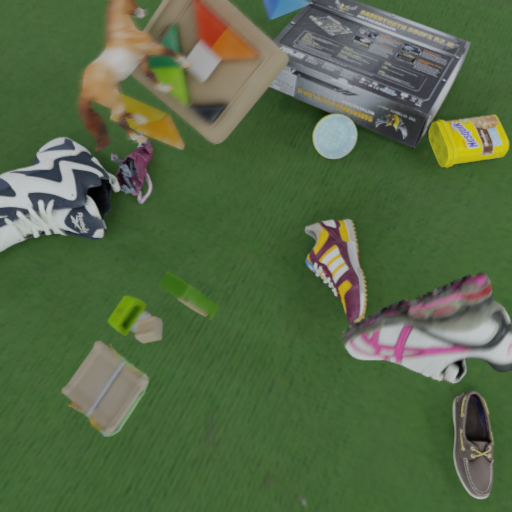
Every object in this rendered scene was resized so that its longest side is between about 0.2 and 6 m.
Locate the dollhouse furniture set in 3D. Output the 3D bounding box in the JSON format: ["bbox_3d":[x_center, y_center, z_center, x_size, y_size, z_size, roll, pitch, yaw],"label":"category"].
[{"bbox_3d":[-1.353,1.180,6.810,0.981,0.758,1.964,27,78,32],"label":"dollhouse furniture set"}]

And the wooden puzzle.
[{"bbox_3d":[-0.851,-3.050,8.969,2.241,3.321,0.388,31,28,-12],"label":"wooden puzzle"}]

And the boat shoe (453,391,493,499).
[{"bbox_3d":[3.444,2.941,8.811,0.576,0.477,1.603,3,64,1],"label":"boat shoe"}]

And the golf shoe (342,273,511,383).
[{"bbox_3d":[1.913,1.060,6.690,0.893,2.460,1.133,-21,83,-29],"label":"golf shoe"}]

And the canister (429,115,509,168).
[{"bbox_3d":[4.324,-2.362,11.408,1.309,0.567,0.972,-9,64,-6],"label":"canister"}]

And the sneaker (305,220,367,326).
[{"bbox_3d":[1.386,0.315,10.003,0.953,0.793,2.115,-5,56,1],"label":"sneaker"}]

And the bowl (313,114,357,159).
[{"bbox_3d":[1.555,-2.463,11.438,0.902,0.902,0.485,-9,21,-4],"label":"bowl"}]

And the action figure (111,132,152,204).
[{"bbox_3d":[-2.273,-1.888,11.089,1.022,0.919,1.372,39,36,-19],"label":"action figure"}]

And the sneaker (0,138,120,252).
[{"bbox_3d":[-3.777,-0.713,10.192,1.990,1.221,3.059,30,57,23],"label":"sneaker"}]

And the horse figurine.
[{"bbox_3d":[-1.907,-2.584,8.097,0.538,1.428,2.155,16,72,52],"label":"horse figurine"}]

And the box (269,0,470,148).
[{"bbox_3d":[2.300,-4.078,11.838,3.596,0.869,2.848,26,57,13],"label":"box"}]
